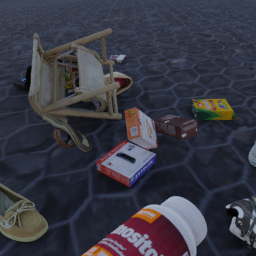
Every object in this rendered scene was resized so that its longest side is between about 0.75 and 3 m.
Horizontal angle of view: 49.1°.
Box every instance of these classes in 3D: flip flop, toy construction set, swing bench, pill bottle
[{"bbox_3d":[-1.368,0.150,6.023,1.650,0.669,0.475,28,81,37],"label":"flip flop"},{"bbox_3d":[-2.238,-2.131,11.905,1.795,1.654,2.152,-20,5,31],"label":"toy construction set"},{"bbox_3d":[-1.793,-1.768,9.739,2.853,1.851,2.838,-6,57,-3],"label":"swing bench"},{"bbox_3d":[0.305,2.164,4.788,2.287,1.292,1.292,-27,41,-37],"label":"pill bottle"}]

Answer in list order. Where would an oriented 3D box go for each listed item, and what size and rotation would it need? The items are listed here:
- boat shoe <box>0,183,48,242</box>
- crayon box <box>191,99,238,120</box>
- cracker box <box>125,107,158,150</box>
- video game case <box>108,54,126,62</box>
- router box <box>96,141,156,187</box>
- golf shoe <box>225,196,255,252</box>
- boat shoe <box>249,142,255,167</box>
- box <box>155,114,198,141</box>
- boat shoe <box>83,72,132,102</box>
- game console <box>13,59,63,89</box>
[{"bbox_3d":[-2.598,1.709,6.095,2.096,0.659,0.765,23,39,32],"label":"boat shoe"},{"bbox_3d":[3.141,-0.683,10.171,1.515,0.385,0.962,0,32,-1],"label":"crayon box"},{"bbox_3d":[0.385,0.044,7.684,0.358,1.241,0.831,-17,67,23],"label":"cracker box"},{"bbox_3d":[-0.608,-3.831,15.388,0.784,0.155,0.865,8,33,12],"label":"video game case"},{"bbox_3d":[-0.033,0.928,7.670,1.122,0.305,1.250,21,38,30],"label":"router box"},{"bbox_3d":[2.509,2.157,5.456,0.905,0.745,1.916,-8,24,4],"label":"golf shoe"},{"bbox_3d":[4.579,0.430,7.892,2.559,0.911,0.893,-13,34,-20],"label":"boat shoe"},{"bbox_3d":[1.362,-0.038,8.014,0.604,0.452,1.205,-20,21,-27],"label":"box"},{"bbox_3d":[-0.787,-1.670,11.207,0.887,0.946,2.565,17,35,34],"label":"boat shoe"},{"bbox_3d":[-3.944,-2.496,12.246,1.637,1.083,1.861,17,34,35],"label":"game console"}]
